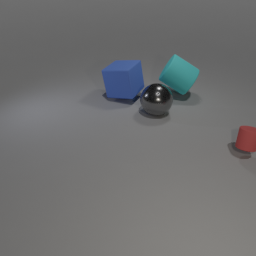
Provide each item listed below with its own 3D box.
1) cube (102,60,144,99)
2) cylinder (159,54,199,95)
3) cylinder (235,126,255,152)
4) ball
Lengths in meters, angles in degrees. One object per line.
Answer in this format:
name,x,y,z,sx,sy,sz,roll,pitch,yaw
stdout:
cube,-0.198,-2.314,13.250,1.400,1.400,1.400,6,34,27
cylinder,2.408,-2.525,13.291,1.400,1.400,1.400,31,31,-6
cylinder,4.001,0.352,9.308,0.700,0.700,0.700,6,17,-2
ball,1.222,-1.214,12.007,1.400,1.400,1.400,0,30,0
